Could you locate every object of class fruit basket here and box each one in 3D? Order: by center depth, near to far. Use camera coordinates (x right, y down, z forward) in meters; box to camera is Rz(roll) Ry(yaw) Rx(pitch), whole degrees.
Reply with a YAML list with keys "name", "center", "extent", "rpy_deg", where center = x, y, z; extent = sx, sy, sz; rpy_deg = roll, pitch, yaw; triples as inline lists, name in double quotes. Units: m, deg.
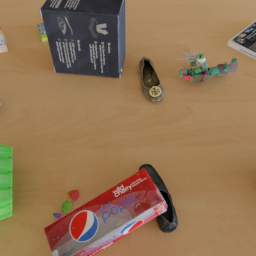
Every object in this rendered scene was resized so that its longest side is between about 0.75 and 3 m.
- name: "fruit basket"
  center: [-4.311, 1.563, 7.624]
  extent: [2.349, 1.694, 2.349]
  rpy_deg: [12, 46, -12]

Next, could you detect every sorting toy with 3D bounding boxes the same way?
- name: "sorting toy"
  center: [-1.793, 2.131, 7.932]
  extent: [0.336, 0.339, 0.976]
  rpy_deg: [7, 46, 35]

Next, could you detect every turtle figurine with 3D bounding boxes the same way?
- name: "turtle figurine"
  center: [2.825, -2.323, 10.768]
  extent: [2.383, 1.200, 1.784]
  rpy_deg: [-1, 17, -7]

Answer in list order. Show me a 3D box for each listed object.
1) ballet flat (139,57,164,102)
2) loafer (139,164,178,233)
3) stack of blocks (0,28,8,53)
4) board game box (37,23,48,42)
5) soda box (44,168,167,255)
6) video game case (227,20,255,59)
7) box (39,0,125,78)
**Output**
- name: "ballet flat"
  center: [0.862, -1.977, 10.915]
  extent: [0.799, 0.550, 2.373]
  rpy_deg: [-7, 53, -2]
- name: "loafer"
  center: [0.838, 1.832, 7.824]
  extent: [0.713, 0.737, 2.099]
  rpy_deg: [-14, 53, -11]
- name: "stack of blocks"
  center: [-6.601, -3.732, 11.719]
  extent: [2.573, 1.482, 0.754]
  rpy_deg: [-18, 54, -13]
- name: "board game box"
  center: [-3.287, -4.668, 13.237]
  extent: [1.767, 0.257, 1.189]
  rpy_deg: [-17, 53, -13]
- name: "soda box"
  center: [-0.506, 2.247, 6.949]
  extent: [2.898, 0.919, 1.015]
  rpy_deg: [-30, 56, -4]
- name: "video game case"
  center: [6.195, -3.866, 12.589]
  extent: [2.605, 0.304, 2.368]
  rpy_deg: [-38, 61, -25]
- name: "box"
  center: [-1.537, -3.557, 10.788]
  extent: [2.774, 2.728, 1.629]
  rpy_deg: [6, 51, 5]
